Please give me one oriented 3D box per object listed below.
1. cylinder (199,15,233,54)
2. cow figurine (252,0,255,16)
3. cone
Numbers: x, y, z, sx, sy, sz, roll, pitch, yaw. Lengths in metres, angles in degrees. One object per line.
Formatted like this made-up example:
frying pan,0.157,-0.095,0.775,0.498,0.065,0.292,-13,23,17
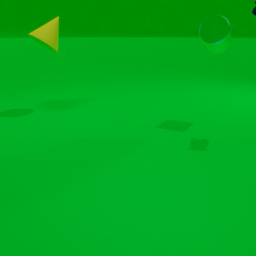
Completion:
cylinder,2.546,-2.692,8.109,0.848,0.848,0.848,10,0,25
cow figurine,3.302,-3.053,6.596,0.508,0.926,0.911,30,20,4
cone,-2.596,-3.285,9.424,1.072,1.076,1.072,29,-2,1
